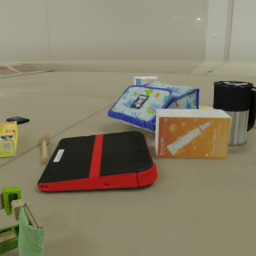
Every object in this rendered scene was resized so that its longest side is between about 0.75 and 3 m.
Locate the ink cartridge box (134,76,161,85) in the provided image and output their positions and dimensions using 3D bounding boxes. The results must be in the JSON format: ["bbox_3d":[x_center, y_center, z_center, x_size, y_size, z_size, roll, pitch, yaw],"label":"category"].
[{"bbox_3d":[1.166,-2.598,17.005,1.530,0.958,0.983,-2,17,-6],"label":"ink cartridge box"}]

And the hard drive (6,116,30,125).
[{"bbox_3d":[-4.309,-0.302,10.959,0.763,0.125,0.532,12,21,35],"label":"hard drive"}]

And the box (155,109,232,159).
[{"bbox_3d":[1.724,0.135,7.738,1.879,1.168,0.916,1,17,2],"label":"box"}]

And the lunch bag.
[{"bbox_3d":[0.904,-0.673,9.823,2.578,1.643,2.192,-25,28,-36],"label":"lunch bag"}]

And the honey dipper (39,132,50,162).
[{"bbox_3d":[-2.358,0.534,7.883,0.327,0.327,1.724,-5,19,-15],"label":"honey dipper"}]

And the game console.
[{"bbox_3d":[-0.681,0.765,7.144,2.582,0.453,2.919,-7,17,-1],"label":"game console"}]

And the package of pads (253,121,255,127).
[{"bbox_3d":[5.336,-0.437,10.475,1.943,0.663,1.501,10,20,30],"label":"package of pads"}]

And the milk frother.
[{"bbox_3d":[3.540,-0.396,8.324,1.760,1.835,1.951,-6,18,-13],"label":"milk frother"}]

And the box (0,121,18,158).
[{"bbox_3d":[-3.701,0.307,8.336,0.737,0.491,1.958,-5,18,-16],"label":"box"}]

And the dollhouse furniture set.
[{"bbox_3d":[-1.653,1.489,3.851,0.666,0.869,1.327,-10,19,-33],"label":"dollhouse furniture set"}]

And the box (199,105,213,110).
[{"bbox_3d":[2.459,-0.605,11.305,2.187,0.529,1.283,16,24,36],"label":"box"}]
